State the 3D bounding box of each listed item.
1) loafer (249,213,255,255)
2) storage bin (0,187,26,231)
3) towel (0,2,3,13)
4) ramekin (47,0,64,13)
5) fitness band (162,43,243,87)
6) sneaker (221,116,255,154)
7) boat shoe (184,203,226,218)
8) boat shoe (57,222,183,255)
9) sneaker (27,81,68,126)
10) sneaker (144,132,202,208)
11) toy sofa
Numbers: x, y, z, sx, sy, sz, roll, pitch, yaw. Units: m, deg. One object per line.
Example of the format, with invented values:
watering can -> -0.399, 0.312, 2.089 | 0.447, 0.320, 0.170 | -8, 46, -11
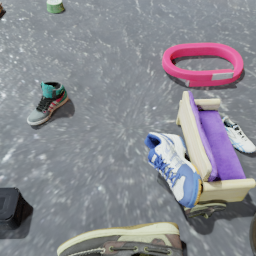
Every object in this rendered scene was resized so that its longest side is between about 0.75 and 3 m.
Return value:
loafer -> 3.452, 1.620, 5.911 | 1.051, 1.028, 2.880 | 27, 54, 22
storage bin -> -2.929, 1.773, 6.118 | 1.141, 0.535, 0.772 | -2, 48, -1
towel -> -6.562, -4.676, 11.846 | 1.799, 0.468, 2.715 | 0, 49, 1
ramekin -> -3.301, -5.562, 12.684 | 0.773, 0.378, 0.773 | 0, 49, 0
fitness band -> 2.587, -2.243, 9.721 | 2.784, 0.521, 1.999 | -3, 46, -4
sneaker -> 2.941, 0.187, 7.575 | 0.450, 0.454, 1.252 | -24, 54, -21
boat shoe -> 1.722, 1.852, 6.209 | 0.930, 0.332, 0.305 | -2, 59, -2
boat shoe -> -0.114, 2.390, 5.327 | 2.424, 0.866, 0.797 | -8, 46, -8
sneaker -> -2.371, -0.836, 8.131 | 0.659, 0.952, 1.576 | 23, 53, 19
sneaker -> 0.919, 0.908, 6.443 | 0.981, 0.837, 2.225 | 14, 28, -17
toy sofa -> 2.042, 0.347, 6.846 | 1.130, 1.331, 2.728 | -2, 48, -4
